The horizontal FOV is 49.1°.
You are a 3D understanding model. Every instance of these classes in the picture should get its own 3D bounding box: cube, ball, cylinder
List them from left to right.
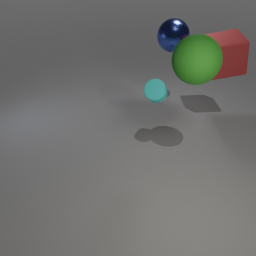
[{"bbox_3d":[0.915,-1.205,9.179,0.700,0.700,0.700,7,0,12],"label":"cylinder"},{"bbox_3d":[1.949,-3.959,12.023,1.400,1.400,1.400,0,31,0],"label":"ball"},{"bbox_3d":[1.940,-1.928,7.918,1.400,1.400,1.400,0,31,0],"label":"ball"},{"bbox_3d":[3.907,-2.981,11.321,1.400,1.400,1.400,-9,39,5],"label":"cube"}]
